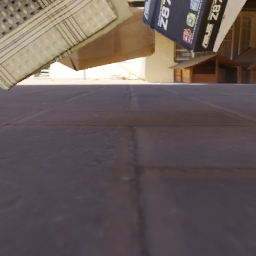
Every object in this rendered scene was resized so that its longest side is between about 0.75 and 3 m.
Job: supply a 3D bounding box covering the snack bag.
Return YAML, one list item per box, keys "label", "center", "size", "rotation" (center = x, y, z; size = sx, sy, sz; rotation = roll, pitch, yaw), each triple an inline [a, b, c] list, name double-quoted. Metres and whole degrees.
- label: "snack bag"
  center: [2.287, -3.205, 7.025]
  size: [2.290, 2.159, 0.245]
  rotation: [20, 12, -48]

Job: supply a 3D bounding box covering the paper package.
- label: "paper package"
  center: [-1.083, -3.047, 9.042]
  size: [2.909, 1.505, 2.773]
  rotation: [-21, 34, -32]

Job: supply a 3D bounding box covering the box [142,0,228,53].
- label: "box"
  center: [1.133, -2.953, 5.275]
  size: [0.607, 2.472, 1.993]
  rotation: [-10, 39, -24]

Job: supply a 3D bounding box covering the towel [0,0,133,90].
- label: "towel"
  center: [-1.557, -2.210, 4.201]
  size: [2.608, 2.511, 0.450]
  rotation: [-31, 16, 2]
